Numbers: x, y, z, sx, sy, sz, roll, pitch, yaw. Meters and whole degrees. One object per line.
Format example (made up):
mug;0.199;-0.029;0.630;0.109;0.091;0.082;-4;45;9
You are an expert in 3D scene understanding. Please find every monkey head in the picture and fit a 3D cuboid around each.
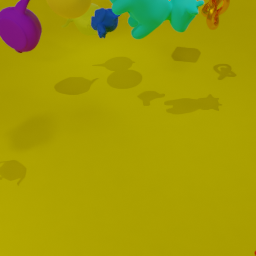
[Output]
monkey head;-0.522;-2.529;6.874;0.636;1.056;0.760;-1;65;-35

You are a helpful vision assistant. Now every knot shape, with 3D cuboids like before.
knot shape;2.570;-3.582;8.195;0.535;1.084;1.158;6;66;-4

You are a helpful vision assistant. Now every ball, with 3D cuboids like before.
ball;-1.545;-3.533;7.347;1.240;1.240;1.240;0;43;0

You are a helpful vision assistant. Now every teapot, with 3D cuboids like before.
teapot;-1.350;-3.579;9.402;1.763;0.863;1.096;-3;63;-12
teapot;-2.965;-2.877;7.861;1.243;2.000;0.979;30;49;-1

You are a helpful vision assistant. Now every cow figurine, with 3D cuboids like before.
cow figurine;0.650;-2.637;5.962;1.639;1.665;0.914;-28;51;21

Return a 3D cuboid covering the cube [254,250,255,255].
cube;2.123;1.461;3.073;0.812;0.812;0.812;14;28;-33
